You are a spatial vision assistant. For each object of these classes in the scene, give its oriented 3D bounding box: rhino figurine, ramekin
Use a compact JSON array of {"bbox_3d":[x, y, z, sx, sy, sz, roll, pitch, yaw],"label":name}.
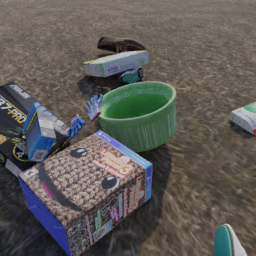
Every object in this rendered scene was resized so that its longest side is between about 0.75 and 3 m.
[{"bbox_3d":[-0.868,-1.092,10.158,0.548,1.254,0.375,8,66,2],"label":"rhino figurine"},{"bbox_3d":[0.318,-0.376,8.949,2.601,1.271,2.601,-11,30,6],"label":"ramekin"}]

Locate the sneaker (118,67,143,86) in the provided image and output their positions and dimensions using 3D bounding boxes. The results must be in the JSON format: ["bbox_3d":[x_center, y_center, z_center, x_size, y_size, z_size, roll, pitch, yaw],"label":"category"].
[{"bbox_3d":[-0.044,-2.268,12.726,0.808,0.687,1.846,4,24,34],"label":"sneaker"}]

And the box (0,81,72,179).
[{"bbox_3d":[-3.342,-0.014,8.433,2.735,0.672,2.204,39,41,5],"label":"box"}]

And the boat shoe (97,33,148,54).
[{"bbox_3d":[-0.365,-4.417,15.520,2.838,1.024,1.021,18,67,8],"label":"boat shoe"}]

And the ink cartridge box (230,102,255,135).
[{"bbox_3d":[4.743,-0.245,9.942,1.373,0.427,1.706,-19,38,-24],"label":"ink cartridge box"}]

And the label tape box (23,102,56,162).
[{"bbox_3d":[-2.434,0.104,7.622,0.423,0.963,1.335,11,38,-37],"label":"label tape box"}]

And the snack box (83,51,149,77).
[{"bbox_3d":[-0.570,-3.078,13.299,2.579,0.683,1.834,-24,25,-29],"label":"snack box"}]

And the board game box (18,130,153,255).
[{"bbox_3d":[-0.964,1.438,6.831,2.494,1.208,1.988,-30,45,-35],"label":"board game box"}]

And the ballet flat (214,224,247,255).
[{"bbox_3d":[2.067,2.947,5.263,0.781,0.781,2.250,6,40,8],"label":"ballet flat"}]

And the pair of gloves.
[{"bbox_3d":[-1.320,-0.383,8.520,1.602,0.182,1.288,-43,30,12],"label":"pair of gloves"}]
